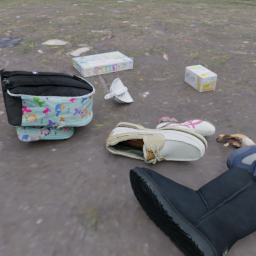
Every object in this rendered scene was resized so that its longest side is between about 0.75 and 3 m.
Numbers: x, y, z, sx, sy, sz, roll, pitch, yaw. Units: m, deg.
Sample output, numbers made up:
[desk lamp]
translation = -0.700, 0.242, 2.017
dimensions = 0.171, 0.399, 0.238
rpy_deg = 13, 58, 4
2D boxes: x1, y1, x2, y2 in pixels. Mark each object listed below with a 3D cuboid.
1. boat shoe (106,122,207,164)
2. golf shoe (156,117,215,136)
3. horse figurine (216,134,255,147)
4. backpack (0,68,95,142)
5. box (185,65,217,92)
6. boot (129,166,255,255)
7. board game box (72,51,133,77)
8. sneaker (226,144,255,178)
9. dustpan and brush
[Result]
[boat shoe]
translation = 0.747, 0.567, 8.112
dimensions = 2.911, 1.088, 0.996
rpy_deg = 5, 35, 26
[golf shoe]
translation = 1.853, 0.151, 9.115
dimensions = 1.899, 0.690, 0.875
rpy_deg = 1, 45, 15
[horse figurine]
translation = 3.522, 0.538, 8.597
dimensions = 1.110, 0.418, 1.676
rpy_deg = -3, 25, -27
[backpack]
translation = -2.524, -0.833, 9.185
dimensions = 2.797, 2.106, 2.483
rpy_deg = -10, 31, -25
[box]
translation = 3.308, -2.281, 12.830
dimensions = 0.794, 0.715, 1.412
rpy_deg = -12, 34, -16
[boot]
translation = 1.664, 1.524, 6.423
dimensions = 2.322, 1.055, 2.763
rpy_deg = -24, 46, -27
[board game box]
translation = -1.359, -3.450, 14.928
dimensions = 2.727, 0.467, 1.833
rpy_deg = -15, 35, -22
[sneaker]
translation = 4.080, 1.081, 7.241
dimensions = 2.822, 0.990, 1.157
rpy_deg = 0, 29, 3
[dustpan and brush]
translation = -0.446, -1.358, 11.028
dimensions = 1.602, 1.118, 0.458
rpy_deg = -32, 0, -42
